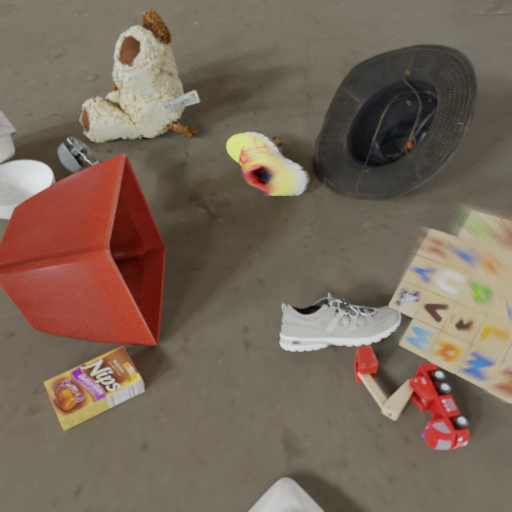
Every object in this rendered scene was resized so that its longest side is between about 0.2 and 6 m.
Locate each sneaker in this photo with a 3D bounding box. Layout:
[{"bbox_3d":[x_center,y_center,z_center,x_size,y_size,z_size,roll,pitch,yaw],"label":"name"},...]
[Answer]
[{"bbox_3d":[1.225,0.900,8.135,1.823,0.747,0.681,-8,9,-8],"label":"sneaker"},{"bbox_3d":[0.018,-1.768,10.743,0.881,0.762,1.951,-22,48,-40],"label":"sneaker"}]

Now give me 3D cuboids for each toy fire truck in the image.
[{"bbox_3d":[2.041,1.900,7.551,1.100,0.380,1.559,-7,46,-7],"label":"toy fire truck"}]

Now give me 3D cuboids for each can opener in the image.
[{"bbox_3d":[-2.856,-1.412,10.020,0.578,0.461,1.727,-42,84,10],"label":"can opener"}]

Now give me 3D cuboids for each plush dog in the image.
[{"bbox_3d":[-2.325,-3.757,12.072,2.224,2.771,2.380,16,48,-32],"label":"plush dog"}]

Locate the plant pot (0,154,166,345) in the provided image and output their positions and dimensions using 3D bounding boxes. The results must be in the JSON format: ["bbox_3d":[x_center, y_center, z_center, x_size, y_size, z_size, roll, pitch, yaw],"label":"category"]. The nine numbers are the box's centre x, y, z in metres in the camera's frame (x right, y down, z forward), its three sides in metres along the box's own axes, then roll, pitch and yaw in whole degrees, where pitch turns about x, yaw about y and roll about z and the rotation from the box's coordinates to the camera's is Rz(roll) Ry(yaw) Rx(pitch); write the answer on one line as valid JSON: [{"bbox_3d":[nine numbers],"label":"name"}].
[{"bbox_3d":[-2.585,0.054,8.366,1.853,2.102,2.101,-10,45,6],"label":"plant pot"}]

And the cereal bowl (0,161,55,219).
[{"bbox_3d":[-4.405,-1.151,10.426,1.393,0.580,1.393,0,46,0],"label":"cereal bowl"}]

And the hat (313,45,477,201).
[{"bbox_3d":[2.834,-2.357,10.812,1.410,3.496,3.496,22,30,-40],"label":"hat"}]

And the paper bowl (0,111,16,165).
[{"bbox_3d":[-5.368,-2.001,10.742,1.671,0.869,1.671,-30,17,10],"label":"paper bowl"}]

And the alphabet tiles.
[{"bbox_3d":[3.110,0.578,7.294,2.651,0.084,2.206,26,83,44],"label":"alphabet tiles"}]

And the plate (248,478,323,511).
[{"bbox_3d":[0.343,3.852,5.618,2.512,0.406,2.507,-35,55,-29],"label":"plate"}]

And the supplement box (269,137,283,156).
[{"bbox_3d":[0.212,-2.197,11.633,0.598,0.308,0.391,-17,42,-16],"label":"supplement box"}]

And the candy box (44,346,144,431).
[{"bbox_3d":[-2.217,1.795,7.700,1.169,0.330,0.682,-23,49,-23],"label":"candy box"}]
